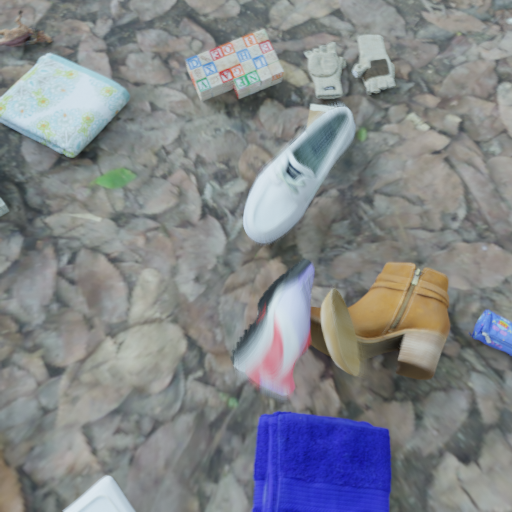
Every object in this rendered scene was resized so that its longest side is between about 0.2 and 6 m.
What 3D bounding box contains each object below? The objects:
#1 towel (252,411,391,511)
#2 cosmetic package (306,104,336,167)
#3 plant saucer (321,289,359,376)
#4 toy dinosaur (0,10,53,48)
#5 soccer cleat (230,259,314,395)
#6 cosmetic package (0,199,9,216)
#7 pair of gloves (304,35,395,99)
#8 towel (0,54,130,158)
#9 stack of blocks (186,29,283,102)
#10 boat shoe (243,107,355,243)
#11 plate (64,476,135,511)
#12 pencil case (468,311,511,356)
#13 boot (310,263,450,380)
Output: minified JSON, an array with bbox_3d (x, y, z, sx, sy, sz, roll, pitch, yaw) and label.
[{"bbox_3d":[0.986,3.904,8.449,2.183,0.732,2.956,4,60,3],"label":"towel"},{"bbox_3d":[1.430,-2.650,12.346,0.720,0.486,1.368,8,61,4],"label":"cosmetic package"},{"bbox_3d":[1.251,1.176,8.504,0.239,1.350,1.350,-17,59,18],"label":"plant saucer"},{"bbox_3d":[-5.894,-5.430,13.915,1.385,0.595,0.939,-34,72,-12],"label":"toy dinosaur"},{"bbox_3d":[0.508,1.065,9.058,0.994,0.926,2.716,42,38,-7],"label":"soccer cleat"},{"bbox_3d":[-5.524,-0.910,11.478,0.745,0.265,0.392,-37,67,-19],"label":"cosmetic package"},{"bbox_3d":[2.275,-4.508,13.495,2.051,0.360,1.744,-10,64,-3],"label":"pair of gloves"},{"bbox_3d":[-4.457,-3.446,12.770,2.465,0.594,2.110,26,67,14],"label":"towel"},{"bbox_3d":[-0.499,-4.295,13.004,1.966,0.576,1.132,-23,85,-5],"label":"stack of blocks"},{"bbox_3d":[0.738,-1.624,10.699,1.129,1.025,3.069,34,92,7],"label":"boat shoe"},{"bbox_3d":[-2.446,4.327,8.509,1.390,0.225,1.393,-37,67,-18],"label":"plate"},{"bbox_3d":[4.550,1.530,9.897,1.427,0.557,0.620,30,34,16],"label":"pencil case"},{"bbox_3d":[2.131,0.867,10.058,2.672,1.025,2.075,13,56,15],"label":"boot"}]
